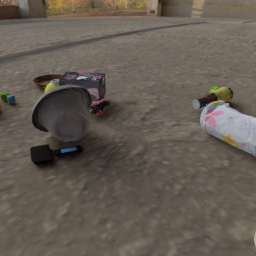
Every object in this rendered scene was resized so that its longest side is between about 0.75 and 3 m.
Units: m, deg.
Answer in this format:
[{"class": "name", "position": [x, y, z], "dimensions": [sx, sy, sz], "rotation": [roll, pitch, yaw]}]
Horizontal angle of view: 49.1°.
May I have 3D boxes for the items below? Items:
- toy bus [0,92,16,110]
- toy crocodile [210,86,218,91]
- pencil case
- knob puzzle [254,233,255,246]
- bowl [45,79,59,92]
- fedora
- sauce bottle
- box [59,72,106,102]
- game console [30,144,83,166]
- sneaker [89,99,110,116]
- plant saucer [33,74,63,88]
[{"class": "toy bus", "position": [-6.797, -1.547, 12.928], "dimensions": [2.472, 1.277, 2.332], "rotation": [3, 28, 5]}, {"class": "toy crocodile", "position": [4.650, -2.075, 15.068], "dimensions": [0.284, 0.260, 0.842], "rotation": [16, 27, 28]}, {"class": "pencil case", "position": [4.013, 0.028, 9.951], "dimensions": [1.336, 1.224, 2.945], "rotation": [-42, 42, -11]}, {"class": "knob puzzle", "position": [3.687, 2.610, 6.134], "dimensions": [2.074, 0.288, 2.074], "rotation": [0, 28, 0]}, {"class": "bowl", "position": [-3.735, -2.149, 14.688], "dimensions": [1.306, 0.703, 1.306], "rotation": [-1, 27, 0]}, {"class": "fedora", "position": [-2.130, -0.310, 9.982], "dimensions": [2.331, 2.636, 1.190], "rotation": [-29, 65, -11]}, {"class": "sauce bottle", "position": [3.988, -1.387, 13.184], "dimensions": [2.316, 0.749, 0.749], "rotation": [-18, 33, -33]}, {"class": "box", "position": [-2.156, -1.866, 13.487], "dimensions": [1.988, 1.314, 1.141], "rotation": [5, 32, 9]}, {"class": "game console", "position": [-2.429, 0.817, 9.607], "dimensions": [1.742, 0.210, 1.028], "rotation": [-9, 30, -18]}, {"class": "sneaker", "position": [-1.246, -0.886, 12.548], "dimensions": [0.544, 0.657, 1.378], "rotation": [-35, -7, 39]}, {"class": "plant saucer", "position": [-4.448, -2.641, 16.000], "dimensions": [1.880, 0.344, 1.880], "rotation": [0, 29, 0]}]
